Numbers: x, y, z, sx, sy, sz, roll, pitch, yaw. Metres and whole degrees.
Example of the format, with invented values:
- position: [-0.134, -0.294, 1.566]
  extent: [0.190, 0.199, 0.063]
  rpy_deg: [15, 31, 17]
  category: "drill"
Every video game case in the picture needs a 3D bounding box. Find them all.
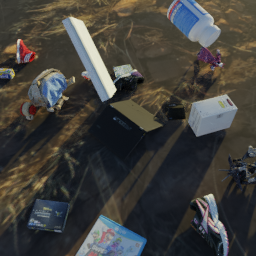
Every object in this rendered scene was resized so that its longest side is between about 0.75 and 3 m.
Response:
- position: [-0.728, 4.094, 8.518]
  extent: [1.732, 0.215, 2.421]
  rpy_deg: [22, 54, 18]
  category: "video game case"

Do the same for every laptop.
- position: [-0.036, -0.028, 11.915]
  extent: [2.166, 1.340, 2.313]
  rpy_deg: [37, 88, 26]
  category: "laptop"
- position: [2.120, -0.741, 12.529]
  extent: [0.767, 0.447, 0.865]
  rpy_deg: [-2, 26, -3]
  category: "laptop"

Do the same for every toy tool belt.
- position: [-3.408, -1.447, 12.158]
  extent: [1.547, 1.572, 2.517]
  rpy_deg: [8, 52, 17]
  category: "toy tool belt"

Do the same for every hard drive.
- position: [-1.338, -2.544, 10.429]
  extent: [0.390, 2.971, 1.959]
  rpy_deg: [-24, 13, 11]
  category: "hard drive"

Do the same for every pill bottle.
- position: [2.438, -3.898, 10.328]
  extent: [1.079, 1.079, 1.923]
  rpy_deg: [-31, 72, -23]
  category: "pill bottle"

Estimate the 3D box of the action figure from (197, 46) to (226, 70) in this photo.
- position: [4.260, -3.469, 14.435]
  extent: [1.548, 1.153, 1.037]
  rpy_deg: [33, 91, 5]
  category: "action figure"

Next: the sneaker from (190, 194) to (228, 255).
- position: [2.511, 3.199, 8.964]
  extent: [0.930, 0.865, 2.154]
  rpy_deg: [-8, 41, 3]
  category: "sneaker"

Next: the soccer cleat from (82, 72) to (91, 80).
- position: [-1.598, -2.637, 13.699]
  extent: [1.408, 0.600, 0.483]
  rpy_deg: [13, 52, 10]
  category: "soccer cleat"

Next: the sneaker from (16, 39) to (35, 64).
- position: [-5.431, -4.069, 14.954]
  extent: [0.935, 0.634, 1.618]
  rpy_deg: [-3, 63, -13]
  category: "sneaker"

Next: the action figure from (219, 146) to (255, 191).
- position: [4.580, 1.374, 10.100]
  extent: [2.403, 1.226, 1.428]
  rpy_deg: [-9, 62, -10]
  category: "action figure"

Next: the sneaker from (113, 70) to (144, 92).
- position: [0.011, -2.117, 13.267]
  extent: [1.805, 0.683, 0.790]
  rpy_deg: [-35, 65, -25]
  category: "sneaker"

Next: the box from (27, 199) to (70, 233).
- position: [-2.645, 2.940, 9.389]
  extent: [1.198, 0.306, 0.945]
  rpy_deg: [6, 50, 5]
  category: "box"

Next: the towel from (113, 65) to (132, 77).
- position: [-0.206, -2.832, 14.110]
  extent: [0.934, 0.225, 0.799]
  rpy_deg: [-12, 49, -10]
  category: "towel"

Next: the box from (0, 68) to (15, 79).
- position: [-6.251, -2.713, 13.893]
  extent: [1.109, 0.389, 0.357]
  rpy_deg: [6, 51, 5]
  category: "box"

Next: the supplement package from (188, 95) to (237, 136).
- position: [3.459, -0.513, 11.579]
  extent: [1.568, 1.221, 0.870]
  rpy_deg: [-15, 53, -11]
  category: "supplement package"
